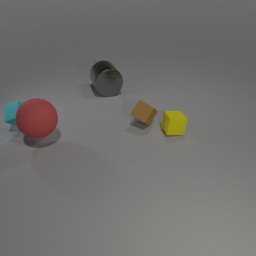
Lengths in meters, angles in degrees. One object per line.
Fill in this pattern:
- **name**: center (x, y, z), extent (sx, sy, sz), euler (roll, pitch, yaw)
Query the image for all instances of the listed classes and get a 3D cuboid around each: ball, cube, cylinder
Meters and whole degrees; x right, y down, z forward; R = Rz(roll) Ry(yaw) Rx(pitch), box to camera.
- **ball**: center (-3.139, -0.331, 9.686), extent (1.400, 1.400, 1.400), euler (0, 31, 0)
- **cube**: center (1.756, -0.196, 10.717), extent (0.700, 0.700, 0.700), euler (0, 28, -15)
- **cube**: center (-4.189, -0.532, 10.672), extent (0.700, 0.700, 0.700), euler (-15, 69, 22)
- **cylinder**: center (-1.090, -2.468, 13.893), extent (1.400, 1.400, 1.400), euler (-9, 32, -14)
- **cube**: center (0.646, -0.596, 11.065), extent (0.700, 0.700, 0.700), euler (32, 3, 21)
